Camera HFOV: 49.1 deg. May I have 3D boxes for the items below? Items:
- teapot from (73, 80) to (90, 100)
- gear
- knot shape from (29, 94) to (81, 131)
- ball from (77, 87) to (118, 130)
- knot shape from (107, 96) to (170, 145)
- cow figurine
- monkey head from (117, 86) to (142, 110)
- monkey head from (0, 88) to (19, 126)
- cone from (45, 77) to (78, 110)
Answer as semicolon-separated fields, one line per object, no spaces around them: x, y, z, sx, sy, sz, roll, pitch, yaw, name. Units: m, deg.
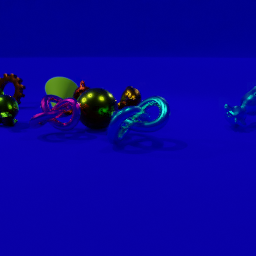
-1.385;-0.961;9.194;0.770;1.239;0.607;-9;8;15;teapot
-4.724;-1.475;11.120;1.358;1.358;0.251;4;-2;15;gear
-2.015;-0.365;7.508;1.329;0.656;1.420;-29;39;-23;knot shape
-0.904;-0.562;8.164;1.228;1.228;1.228;0;16;0;ball
0.082;-0.157;6.829;1.700;0.785;1.591;-16;8;45;knot shape
3.566;-0.679;8.178;1.502;1.527;0.838;-18;64;-50;cow figurine
-0.059;-1.044;10.229;1.093;0.916;1.520;4;25;-6;monkey head
-3.866;-0.514;8.450;1.088;0.912;1.513;-17;47;-22;monkey head
-2.575;-0.978;10.532;1.333;1.333;1.338;0;47;1;cone
